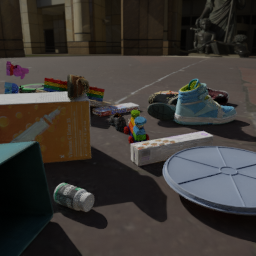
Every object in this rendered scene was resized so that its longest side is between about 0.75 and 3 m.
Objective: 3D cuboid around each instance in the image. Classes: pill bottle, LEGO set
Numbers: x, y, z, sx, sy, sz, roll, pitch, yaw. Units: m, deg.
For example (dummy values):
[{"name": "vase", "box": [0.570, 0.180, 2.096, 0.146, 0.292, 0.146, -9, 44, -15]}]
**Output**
[{"name": "pill bottle", "box": [-1.111, 1.441, 5.796, 0.774, 0.438, 0.438, 10, 21, 28]}, {"name": "LEGO set", "box": [-4.676, -1.379, 12.111, 1.138, 2.773, 1.058, 5, 50, -19]}]

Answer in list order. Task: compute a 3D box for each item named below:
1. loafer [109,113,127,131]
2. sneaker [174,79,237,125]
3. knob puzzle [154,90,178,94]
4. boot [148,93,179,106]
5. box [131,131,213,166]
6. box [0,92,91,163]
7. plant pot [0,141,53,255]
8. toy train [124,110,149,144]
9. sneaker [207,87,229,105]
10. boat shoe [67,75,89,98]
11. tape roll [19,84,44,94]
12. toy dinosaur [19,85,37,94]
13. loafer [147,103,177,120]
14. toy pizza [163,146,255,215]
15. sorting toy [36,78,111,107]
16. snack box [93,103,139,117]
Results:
[{"name": "loafer", "box": [-0.387, -0.350, 11.016, 0.548, 0.544, 1.504, -8, 19, -20]}, {"name": "sneaker", "box": [3.239, -1.100, 11.317, 2.726, 1.780, 1.084, -4, 18, -14]}, {"name": "knob puzzle", "box": [2.487, -2.079, 16.749, 1.569, 0.218, 1.569, 0, 18, 0]}, {"name": "boot", "box": [2.268, -1.413, 13.830, 2.230, 0.805, 1.684, -16, 22, -39]}, {"name": "box", "box": [1.334, 0.575, 8.275, 2.612, 0.541, 0.505, -9, 20, -23]}, {"name": "box", "box": [-2.564, -0.037, 8.105, 2.842, 1.768, 1.385, -4, 19, -13]}, {"name": "plant pot", "box": [-2.799, 1.228, 4.846, 2.242, 1.584, 1.584, -1, 17, 17]}, {"name": "toy train", "box": [0.211, -0.226, 9.474, 0.676, 0.924, 1.597, -7, 37, -14]}, {"name": "sneaker", "box": [4.206, -1.637, 14.569, 2.091, 0.791, 1.207, 6, 22, 15]}, {"name": "boat shoe", "box": [-1.404, -1.229, 7.969, 0.613, 0.628, 1.660, 1, 19, -10]}, {"name": "tape roll", "box": [-5.519, -2.292, 16.965, 2.036, 0.489, 2.036, 0, 19, 0]}, {"name": "toy dinosaur", "box": [-4.876, -1.562, 14.100, 2.694, 1.187, 0.639, -2, 57, 0]}, {"name": "loafer", "box": [1.689, -0.703, 11.949, 2.000, 0.719, 0.629, 4, 12, -16]}, {"name": "toy pizza", "box": [2.310, 1.186, 6.515, 2.990, 0.474, 2.990, 0, 20, 0]}, {"name": "sorting toy", "box": [-2.453, -1.687, 13.221, 2.575, 0.896, 2.559, 14, 7, 25]}, {"name": "snack box", "box": [-0.530, -0.879, 13.058, 2.111, 0.257, 0.759, -12, 22, -32]}]
